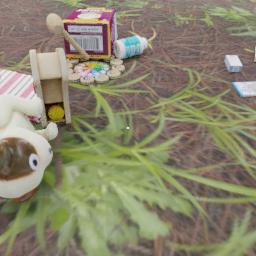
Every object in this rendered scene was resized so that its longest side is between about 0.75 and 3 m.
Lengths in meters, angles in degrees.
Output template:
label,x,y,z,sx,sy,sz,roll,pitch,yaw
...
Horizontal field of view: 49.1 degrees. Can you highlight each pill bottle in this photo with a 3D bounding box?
label,x,y,z,sx,sy,sz,roll,pitch,yaw
pill bottle,0.123,-3.474,11.984,1.419,0.786,0.786,-21,43,-24

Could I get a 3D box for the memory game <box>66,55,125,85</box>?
label,x,y,z,sx,sy,sz,roll,pitch,yaw
memory game,-1.438,-2.445,11.196,2.653,0.169,2.653,0,39,0

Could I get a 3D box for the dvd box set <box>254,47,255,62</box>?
label,x,y,z,sx,sy,sz,roll,pitch,yaw
dvd box set,6.228,-3.017,11.849,1.658,0.244,1.213,14,40,17

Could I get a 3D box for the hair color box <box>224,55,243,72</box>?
label,x,y,z,sx,sy,sz,roll,pitch,yaw
hair color box,4.239,-2.601,11.294,0.476,0.292,0.962,3,39,3

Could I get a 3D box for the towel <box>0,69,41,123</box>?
label,x,y,z,sx,sy,sz,roll,pitch,yaw
towel,-3.633,-1.107,9.231,2.759,0.413,2.019,14,41,4

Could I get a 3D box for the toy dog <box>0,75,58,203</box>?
label,x,y,z,sx,sy,sz,roll,pitch,yaw
toy dog,-2.968,0.301,6.327,2.929,2.044,2.840,32,50,31

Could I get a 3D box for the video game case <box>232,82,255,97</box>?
label,x,y,z,sx,sy,sz,roll,pitch,yaw
video game case,4.433,-1.394,9.928,1.203,0.107,0.861,-3,39,-3

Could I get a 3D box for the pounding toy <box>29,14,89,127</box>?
label,x,y,z,sx,sy,sz,roll,pitch,yaw
pounding toy,-1.703,-1.376,7.506,1.659,2.892,1.653,-9,39,-16

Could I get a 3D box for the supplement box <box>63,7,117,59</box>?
label,x,y,z,sx,sy,sz,roll,pitch,yaw
supplement box,-1.532,-4.198,12.176,1.884,1.486,2.879,2,33,3
